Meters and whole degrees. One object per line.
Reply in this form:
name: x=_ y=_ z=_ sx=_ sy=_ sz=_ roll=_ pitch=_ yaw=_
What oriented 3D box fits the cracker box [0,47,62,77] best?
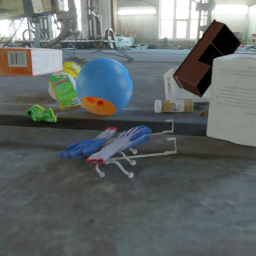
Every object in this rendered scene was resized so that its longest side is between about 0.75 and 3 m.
cracker box: x=-3.365 y=-2.134 z=8.841 sx=1.836 sy=0.791 sz=2.741 roll=2 pitch=15 yaw=4

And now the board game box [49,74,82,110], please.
board game box: x=-3.258 y=-1.877 z=14.379 sx=1.062 sy=0.333 sz=2.224 roll=-12 pitch=61 yaw=-29

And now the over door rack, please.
over door rack: x=0.337 y=0.660 z=8.210 sx=2.334 sy=0.777 sz=1.724 roll=-18 pitch=17 yaw=11

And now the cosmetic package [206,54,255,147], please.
cosmetic package: x=4.508 y=-1.090 z=10.144 sx=2.386 sy=2.895 sz=2.389 roll=15 pitch=25 yaw=34

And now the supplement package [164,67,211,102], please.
supplement package: x=3.444 y=-2.204 z=14.398 sx=2.806 sy=1.640 sz=1.646 roll=-3 pitch=-3 yaw=-10

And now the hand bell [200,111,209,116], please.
hand bell: x=3.799 y=-0.767 z=13.032 sx=1.093 sy=0.569 sz=0.569 roll=-23 pitch=28 yaw=-20

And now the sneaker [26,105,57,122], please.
sneaker: x=-3.729 y=-0.508 z=12.084 sx=1.787 sy=0.662 sz=0.747 roll=14 pitch=41 yaw=38

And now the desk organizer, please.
desk organizer: x=3.159 y=-2.737 z=11.088 sx=1.111 sy=2.885 sz=1.035 roll=35 pitch=-3 yaw=35

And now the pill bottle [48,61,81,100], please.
pill bottle: x=-3.662 y=-2.725 z=16.282 sx=1.532 sy=1.532 sz=2.735 roll=2 pitch=35 yaw=4

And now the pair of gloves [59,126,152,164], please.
pair of gloves: x=-0.679 y=0.435 z=8.568 sx=2.830 sy=0.322 sz=2.275 roll=-4 pitch=21 yaw=45

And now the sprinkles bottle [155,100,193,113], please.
sprinkles bottle: x=2.186 y=-1.056 z=13.377 sx=1.779 sy=0.607 sz=0.607 roll=-1 pitch=20 yaw=-4

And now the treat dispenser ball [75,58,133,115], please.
treat dispenser ball: x=-1.087 y=-1.876 z=12.805 sx=2.593 sy=2.593 sz=2.593 roll=0 pitch=20 yaw=0
